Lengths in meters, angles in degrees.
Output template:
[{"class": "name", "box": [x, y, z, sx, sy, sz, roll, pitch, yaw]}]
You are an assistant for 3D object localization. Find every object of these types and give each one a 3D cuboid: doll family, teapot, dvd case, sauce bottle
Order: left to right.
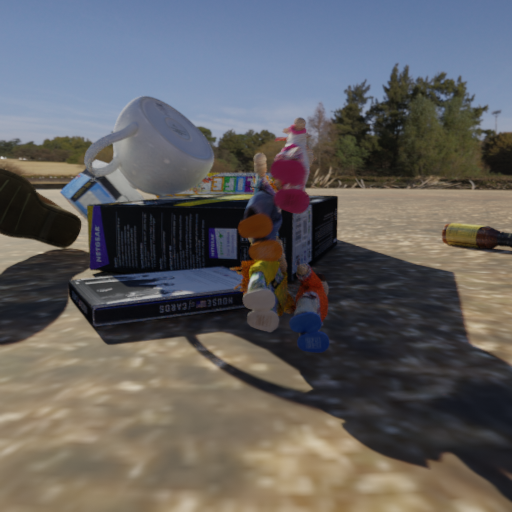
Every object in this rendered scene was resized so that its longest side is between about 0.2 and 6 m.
[{"class": "teapot", "box": [-1.707, -1.633, 9.254, 1.832, 1.338, 1.809, 36, 25, -22]}, {"class": "dvd case", "box": [-0.958, 0.391, 6.187, 1.940, 0.240, 1.458, -4, 9, -26]}, {"class": "doll family", "box": [0.123, -0.147, 4.583, 0.839, 1.861, 1.155, -4, 20, 9]}, {"class": "sauce bottle", "box": [4.208, -0.348, 10.523, 0.459, 0.459, 1.390, -8, 14, -43]}]

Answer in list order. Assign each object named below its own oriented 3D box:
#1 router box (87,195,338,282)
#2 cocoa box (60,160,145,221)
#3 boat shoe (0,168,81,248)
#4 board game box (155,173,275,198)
[{"class": "router box", "box": [-0.413, -0.451, 9.178, 2.997, 0.996, 3.812, 3, 9, 17]}, {"class": "cocoa box", "box": [-3.200, -1.194, 11.685, 1.097, 1.115, 1.672, -45, 29, -11]}, {"class": "boat shoe", "box": [-4.160, -0.818, 9.590, 0.921, 0.975, 2.709, 24, -11, 20]}, {"class": "board game box", "box": [-0.464, -1.108, 12.202, 2.997, 0.513, 2.015, 1, -20, 10]}]
